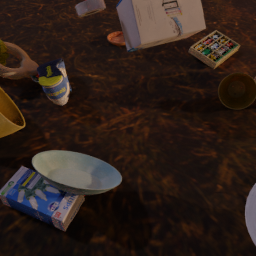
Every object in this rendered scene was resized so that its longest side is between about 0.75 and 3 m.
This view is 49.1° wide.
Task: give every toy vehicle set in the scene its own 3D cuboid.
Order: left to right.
[{"bbox_3d":[3.731,-3.401,12.003,1.325,0.283,2.133,40,55,18],"label":"toy vehicle set"}]

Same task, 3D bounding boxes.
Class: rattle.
[{"bbox_3d":[-4.273,-1.973,10.706,2.568,1.834,1.672,26,28,-26],"label":"rattle"}]

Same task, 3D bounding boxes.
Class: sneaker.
[{"bbox_3d":[-2.603,-1.707,10.008,0.982,1.092,2.656,-21,35,1],"label":"sneaker"}]

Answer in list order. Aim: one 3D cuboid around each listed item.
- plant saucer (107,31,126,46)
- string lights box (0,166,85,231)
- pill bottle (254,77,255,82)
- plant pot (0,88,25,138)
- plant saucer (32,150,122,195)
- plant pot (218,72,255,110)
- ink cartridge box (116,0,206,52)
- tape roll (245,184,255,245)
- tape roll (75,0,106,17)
[{"bbox_3d":[-0.372,-4.139,13.028,1.178,0.220,1.178,0,45,0],"label":"plant saucer"},{"bbox_3d":[-2.057,1.665,6.754,1.779,0.524,0.914,16,46,16],"label":"string lights box"},{"bbox_3d":[5.431,-1.795,9.826,1.261,1.261,2.224,34,53,30],"label":"pill bottle"},{"bbox_3d":[-4.222,-0.385,8.141,1.396,1.966,1.966,-37,51,-2],"label":"plant pot"},{"bbox_3d":[-1.259,1.152,6.874,2.206,0.425,2.206,15,11,-3],"label":"plant saucer"},{"bbox_3d":[3.699,-1.280,9.518,1.208,1.208,0.857,15,16,15],"label":"plant pot"},{"bbox_3d":[0.984,-3.452,8.702,2.143,1.550,1.578,-16,10,-13],"label":"ink cartridge box"},{"bbox_3d":[3.621,1.893,5.624,2.283,0.799,2.283,-18,49,22],"label":"tape roll"},{"bbox_3d":[-1.179,-3.800,8.816,0.922,0.323,0.922,-17,17,5],"label":"tape roll"}]
